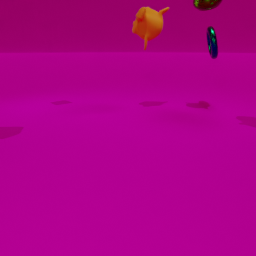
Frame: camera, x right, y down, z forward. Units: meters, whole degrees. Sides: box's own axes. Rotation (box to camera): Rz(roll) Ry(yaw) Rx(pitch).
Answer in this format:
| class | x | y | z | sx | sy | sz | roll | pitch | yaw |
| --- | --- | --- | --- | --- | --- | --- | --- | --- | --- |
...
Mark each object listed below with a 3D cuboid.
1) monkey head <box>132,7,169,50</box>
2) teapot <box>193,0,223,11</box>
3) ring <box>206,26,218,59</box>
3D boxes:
| class | x | y | z | sx | sy | sz | roll | pitch | yaw |
| --- | --- | --- | --- | --- | --- | --- | --- | --- | --- |
| monkey head | 0.682 | -3.405 | 9.073 | 0.953 | 1.582 | 1.138 | 30 | 4 | -1 |
| teapot | 2.379 | -3.914 | 8.269 | 0.880 | 0.693 | 1.416 | -31 | 37 | -14 |
| ring | 2.913 | -2.950 | 9.698 | 0.225 | 1.125 | 1.125 | -10 | 15 | 12 |
